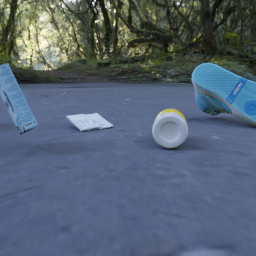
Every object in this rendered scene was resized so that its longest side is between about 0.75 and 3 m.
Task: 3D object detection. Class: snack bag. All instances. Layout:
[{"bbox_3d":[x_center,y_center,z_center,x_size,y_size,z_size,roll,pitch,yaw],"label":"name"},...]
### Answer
[{"bbox_3d":[-1.055,-0.190,7.890,1.060,0.113,1.000,-8,28,-36],"label":"snack bag"}]

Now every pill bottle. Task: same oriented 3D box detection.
[{"bbox_3d":[0.919,-0.035,6.072,0.709,0.709,1.261,2,11,9],"label":"pill bottle"}]

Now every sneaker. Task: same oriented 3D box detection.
[{"bbox_3d":[3.277,-0.759,8.780,2.831,1.126,1.848,41,-9,23],"label":"sneaker"}]

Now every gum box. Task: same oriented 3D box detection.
[{"bbox_3d":[-2.183,-0.500,5.395,0.270,1.214,1.031,-27,6,-26],"label":"gum box"}]
